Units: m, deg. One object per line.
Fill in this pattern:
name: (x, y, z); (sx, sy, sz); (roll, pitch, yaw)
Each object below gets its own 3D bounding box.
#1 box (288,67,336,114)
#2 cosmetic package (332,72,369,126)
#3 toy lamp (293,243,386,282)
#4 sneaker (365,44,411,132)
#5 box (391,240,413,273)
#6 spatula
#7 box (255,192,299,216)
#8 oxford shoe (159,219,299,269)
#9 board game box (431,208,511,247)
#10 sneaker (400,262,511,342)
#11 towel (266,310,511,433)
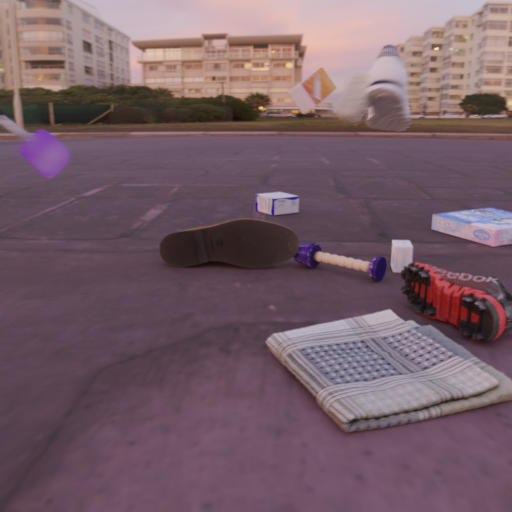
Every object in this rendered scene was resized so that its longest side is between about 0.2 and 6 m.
box: (1.123, -3.298, 11.163); (0.410, 0.523, 0.842); (-22, 20, 53)
cosmetic package: (2.483, -3.878, 13.841); (0.592, 1.146, 0.500); (34, 3, 39)
toy lamp: (1.451, 0.090, 10.133); (1.747, 0.509, 0.509); (13, 20, 38)
sneaker: (2.972, -3.584, 12.465); (1.035, 1.091, 2.710); (4, -8, 11)
box: (2.692, 0.007, 10.369); (0.331, 0.503, 0.506); (2, 16, 8)
spatula: (-4.016, -2.149, 9.089); (0.613, 2.169, 0.223); (-44, 39, 3)
box: (0.581, -1.465, 15.696); (0.872, 0.498, 0.948); (-9, 17, -32)
oxford shoe: (-0.464, -0.288, 10.702); (2.607, 0.930, 0.929); (0, 11, 9)
board game box: (5.515, -0.708, 13.095); (1.927, 0.420, 1.937); (-8, 17, -24)
sneaker: (2.902, 0.577, 7.931); (0.984, 0.712, 2.013); (-7, 19, -23)
towel: (1.456, 1.184, 6.376); (2.141, 0.370, 2.061); (-5, 16, -19)
